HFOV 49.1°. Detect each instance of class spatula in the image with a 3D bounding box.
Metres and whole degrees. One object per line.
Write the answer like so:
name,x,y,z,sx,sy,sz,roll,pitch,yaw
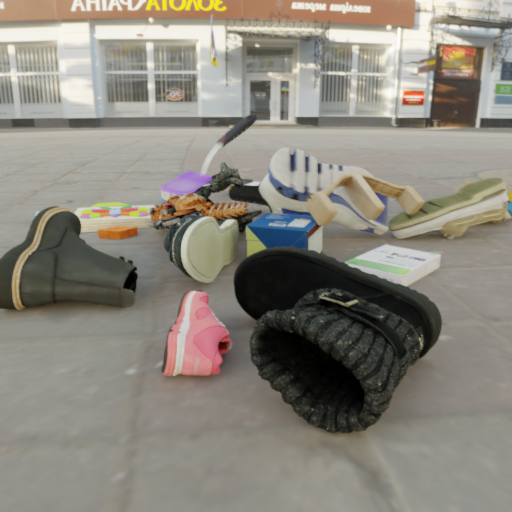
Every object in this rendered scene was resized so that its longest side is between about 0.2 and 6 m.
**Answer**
spatula,-0.854,-2.146,11.768,0.795,0.289,2.815,20,59,37

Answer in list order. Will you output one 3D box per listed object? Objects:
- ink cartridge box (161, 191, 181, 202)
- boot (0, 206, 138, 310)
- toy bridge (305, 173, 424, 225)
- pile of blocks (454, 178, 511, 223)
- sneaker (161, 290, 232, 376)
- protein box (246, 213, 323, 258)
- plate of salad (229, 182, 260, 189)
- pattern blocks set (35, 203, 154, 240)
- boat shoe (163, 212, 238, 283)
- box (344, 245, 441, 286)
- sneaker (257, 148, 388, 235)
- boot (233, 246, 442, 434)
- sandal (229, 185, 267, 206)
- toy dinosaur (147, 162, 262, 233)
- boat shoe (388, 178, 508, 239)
ink cartridge box,-2.273,-1.730,16.289,0.857,0.629,0.626,1,16,0
boot,-2.897,0.086,9.679,2.081,1.165,3.008,4,29,-3
toy bridge,2.245,-1.263,11.741,3.162,0.430,1.063,-9,56,-39
pile of blocks,6.034,-1.232,14.634,2.886,1.185,0.897,-3,-29,-42
sneaker,-0.689,1.037,7.233,0.783,0.665,1.805,12,22,-2
protein box,0.585,-0.288,11.021,1.239,0.842,1.248,6,17,19
plate of salad,-0.065,-2.180,18.178,1.837,0.441,1.837,3,6,0
pattern blocks set,-3.595,-0.990,14.324,3.897,0.316,3.425,-8,18,-26
boat shoe,-1.129,-0.237,10.169,1.031,1.162,3.110,4,12,11
box,2.555,0.173,10.475,1.188,0.299,1.645,14,20,38
sneaker,1.364,-1.306,12.914,3.177,1.283,1.835,18,-25,-21
boot,0.487,0.795,6.762,3.117,1.173,2.330,12,20,34
sandal,0.693,-1.699,14.915,2.929,0.660,1.100,9,26,9
toy dinosaur,-1.149,-0.914,12.442,2.177,1.638,3.207,-23,36,-33
boat shoe,4.417,-0.857,12.779,2.721,0.931,1.017,-20,20,7
